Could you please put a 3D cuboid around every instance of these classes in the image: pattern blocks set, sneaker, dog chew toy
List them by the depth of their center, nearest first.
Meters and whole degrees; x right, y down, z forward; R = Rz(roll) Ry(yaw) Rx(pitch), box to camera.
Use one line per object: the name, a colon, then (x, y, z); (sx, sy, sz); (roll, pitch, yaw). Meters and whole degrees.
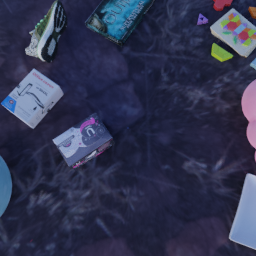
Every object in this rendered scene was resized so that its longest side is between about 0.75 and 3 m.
dog chew toy: (4.063, -0.044, 7.741); (1.703, 1.703, 2.734); (2, 82, 1)
sneaker: (-2.721, -3.229, 9.088); (1.012, 0.879, 2.285); (9, 70, 14)
pattern blocks set: (3.663, -3.214, 9.340); (2.796, 0.227, 2.458); (32, 76, 8)

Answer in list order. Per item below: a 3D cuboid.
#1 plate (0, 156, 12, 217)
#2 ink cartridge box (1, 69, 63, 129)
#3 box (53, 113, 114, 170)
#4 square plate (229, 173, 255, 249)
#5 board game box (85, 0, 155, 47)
plate: (-4.490, 1.619, 7.336); (2.675, 0.342, 2.675); (0, 91, -17)
ink cartridge box: (-2.848, -0.897, 8.452); (1.061, 0.613, 1.454); (35, 77, 9)
box: (-1.234, 0.384, 7.965); (1.423, 0.816, 0.940); (-33, 76, -9)
square plate: (3.895, 2.461, 7.643); (1.906, 0.271, 1.888); (21, 74, 6)
board game box: (-0.237, -3.966, 9.518); (1.477, 0.307, 2.183); (31, 76, 9)
